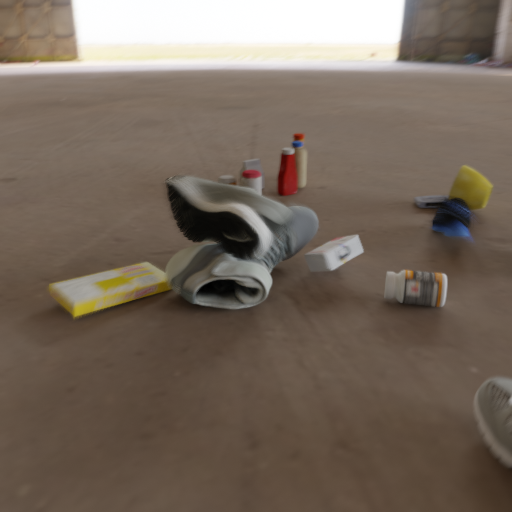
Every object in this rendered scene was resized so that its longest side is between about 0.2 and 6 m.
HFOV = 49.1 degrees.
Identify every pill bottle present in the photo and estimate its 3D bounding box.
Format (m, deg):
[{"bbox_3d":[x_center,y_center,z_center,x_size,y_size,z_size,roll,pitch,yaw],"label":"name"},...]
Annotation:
[{"bbox_3d":[2.543,0.511,8.969,0.921,0.536,0.536,6,24,12],"label":"pill bottle"}]

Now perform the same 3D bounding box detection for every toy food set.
[{"bbox_3d":[0.358,-2.325,14.550,2.849,1.282,1.360,-14,27,-30],"label":"toy food set"}]

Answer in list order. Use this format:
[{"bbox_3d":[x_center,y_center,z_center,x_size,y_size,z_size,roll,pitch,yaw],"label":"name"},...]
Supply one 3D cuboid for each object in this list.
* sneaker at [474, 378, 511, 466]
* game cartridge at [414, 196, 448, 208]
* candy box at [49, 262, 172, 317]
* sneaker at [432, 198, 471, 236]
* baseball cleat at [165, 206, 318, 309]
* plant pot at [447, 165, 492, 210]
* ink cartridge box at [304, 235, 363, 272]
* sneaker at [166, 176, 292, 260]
[{"bbox_3d":[3.027,1.814,5.442,0.866,0.950,2.316,-6,24,-13],"label":"sneaker"},{"bbox_3d":[4.318,-1.327,13.602,0.879,0.180,0.585,-2,24,5],"label":"game cartridge"},{"bbox_3d":[-2.343,0.509,9.223,1.807,0.239,0.924,-14,26,-39],"label":"candy box"},{"bbox_3d":[3.981,-0.827,11.374,0.650,0.722,1.854,1,8,6],"label":"sneaker"},{"bbox_3d":[0.082,0.115,9.469,3.103,1.082,1.651,-25,38,-25],"label":"baseball cleat"},{"bbox_3d":[5.019,-1.485,13.062,0.762,1.074,1.074,25,32,25],"label":"plant pot"},{"bbox_3d":[1.395,-0.042,10.077,0.853,0.365,0.629,-28,11,-29],"label":"ink cartridge box"},{"bbox_3d":[-0.542,-0.739,9.267,1.073,1.001,2.708,-31,40,-32],"label":"sneaker"}]
